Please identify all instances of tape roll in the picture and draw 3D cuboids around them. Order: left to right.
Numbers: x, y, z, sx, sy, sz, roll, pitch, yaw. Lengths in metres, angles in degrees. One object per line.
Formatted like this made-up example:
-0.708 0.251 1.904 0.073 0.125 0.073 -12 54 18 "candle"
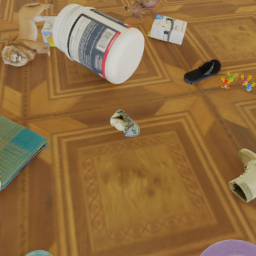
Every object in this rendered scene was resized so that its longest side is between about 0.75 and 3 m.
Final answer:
2.063 3.166 5.199 1.902 0.808 1.902 0 49 0 "tape roll"

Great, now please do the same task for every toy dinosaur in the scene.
0.779 -5.507 12.491 1.941 0.833 1.315 -24 45 4 "toy dinosaur"

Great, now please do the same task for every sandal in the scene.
2.789 -2.105 10.215 1.741 0.373 0.662 -32 55 -25 "sandal"

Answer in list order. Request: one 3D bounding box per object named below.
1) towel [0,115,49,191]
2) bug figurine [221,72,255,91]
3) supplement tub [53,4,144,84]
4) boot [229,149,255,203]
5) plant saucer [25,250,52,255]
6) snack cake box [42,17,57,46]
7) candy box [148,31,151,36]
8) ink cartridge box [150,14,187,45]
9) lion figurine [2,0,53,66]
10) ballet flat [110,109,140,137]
-3.775 0.503 7.969 2.551 0.277 1.871 23 52 21 "towel"
3.861 -1.615 9.839 1.121 0.288 0.869 14 43 18 "bug figurine"
-1.015 -2.959 9.753 2.772 1.945 1.945 32 55 19 "supplement tub"
3.011 1.191 7.197 1.036 0.483 1.339 -18 52 -14 "boot"
-1.892 2.994 5.788 0.861 0.155 0.861 0 49 0 "plant saucer"
-2.346 -4.041 11.711 2.177 0.731 1.252 1 46 0 "snack cake box"
1.329 -4.279 12.319 0.551 0.142 1.078 21 51 18 "candy box"
1.720 -4.162 11.806 1.360 0.573 0.983 16 52 3 "ink cartridge box"
-3.738 -3.629 10.544 1.673 0.990 2.731 7 89 -13 "lion figurine"
-0.204 -0.178 7.898 0.549 0.549 1.526 -19 27 -17 "ballet flat"
